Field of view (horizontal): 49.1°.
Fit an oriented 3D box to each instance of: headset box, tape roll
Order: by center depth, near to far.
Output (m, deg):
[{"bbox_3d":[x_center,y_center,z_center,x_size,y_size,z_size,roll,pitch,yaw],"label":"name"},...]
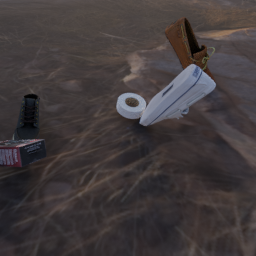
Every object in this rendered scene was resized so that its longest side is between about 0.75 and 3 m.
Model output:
[{"bbox_3d":[-2.771,0.608,6.952,1.327,0.513,0.988,-3,7,20],"label":"headset box"},{"bbox_3d":[0.107,-0.756,9.484,0.975,0.341,0.975,7,46,-7],"label":"tape roll"}]

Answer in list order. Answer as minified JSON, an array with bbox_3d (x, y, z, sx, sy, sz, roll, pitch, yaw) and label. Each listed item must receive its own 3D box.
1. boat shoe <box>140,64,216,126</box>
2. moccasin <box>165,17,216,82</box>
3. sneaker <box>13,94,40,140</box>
[{"bbox_3d":[1.309,-0.657,8.040,0.909,2.781,1.023,33,57,-12],"label":"boat shoe"},{"bbox_3d":[2.559,-2.779,10.538,1.117,2.893,1.058,-16,22,45],"label":"moccasin"},{"bbox_3d":[-2.935,-0.247,8.164,0.729,1.036,1.950,3,28,-21],"label":"sneaker"}]
